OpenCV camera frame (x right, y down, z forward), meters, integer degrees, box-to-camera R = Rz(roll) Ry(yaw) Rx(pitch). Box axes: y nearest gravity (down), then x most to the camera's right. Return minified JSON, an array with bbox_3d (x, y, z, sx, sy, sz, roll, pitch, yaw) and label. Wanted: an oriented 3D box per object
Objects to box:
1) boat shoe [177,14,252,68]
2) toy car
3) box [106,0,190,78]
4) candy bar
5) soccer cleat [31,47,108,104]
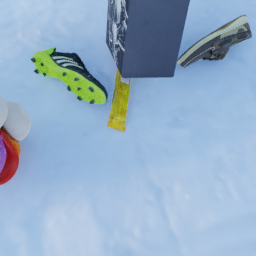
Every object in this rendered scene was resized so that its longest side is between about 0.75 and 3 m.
[{"bbox_3d":[2.591,-2.366,8.094,2.499,0.893,0.821,-34,92,-11],"label":"boat shoe"},{"bbox_3d":[-3.179,0.399,5.898,2.124,2.427,1.820,-30,76,-1],"label":"toy car"},{"bbox_3d":[0.353,-2.940,6.893,1.376,2.644,2.408,-4,36,-14],"label":"box"},{"bbox_3d":[-0.188,-0.987,7.673,0.573,0.255,2.299,21,60,-30],"label":"candy bar"},{"bbox_3d":[-1.472,-1.543,7.665,2.650,0.895,1.074,32,53,21],"label":"soccer cleat"}]
